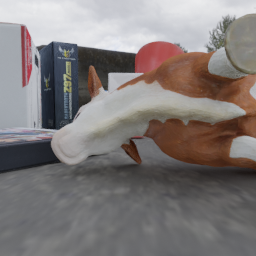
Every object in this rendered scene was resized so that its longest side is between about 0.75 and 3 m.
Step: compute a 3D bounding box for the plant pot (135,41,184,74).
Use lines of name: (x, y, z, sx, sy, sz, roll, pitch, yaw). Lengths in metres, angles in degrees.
plant pot: (0.971, -1.631, 9.108, 1.769, 1.565, 1.769, 9, -31, 6)

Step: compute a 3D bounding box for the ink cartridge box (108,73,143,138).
ink cartridge box: (-0.082, -0.442, 5.767, 0.660, 1.139, 1.955, -1, 3, -3)

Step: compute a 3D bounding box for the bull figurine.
bull figurine: (0.913, -0.090, 2.032, 2.943, 0.959, 1.787, -2, 6, -10)

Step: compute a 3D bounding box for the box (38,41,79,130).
box: (-2.154, -1.083, 7.883, 0.693, 2.143, 2.718, -2, 5, -31)

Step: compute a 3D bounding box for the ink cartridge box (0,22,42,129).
ink cartridge box: (-2.312, -0.770, 5.431, 1.057, 1.821, 2.524, -1, 4, -13)

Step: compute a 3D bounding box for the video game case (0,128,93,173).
video game case: (-1.477, 0.188, 3.020, 1.734, 0.245, 1.919, 3, 5, 38)
